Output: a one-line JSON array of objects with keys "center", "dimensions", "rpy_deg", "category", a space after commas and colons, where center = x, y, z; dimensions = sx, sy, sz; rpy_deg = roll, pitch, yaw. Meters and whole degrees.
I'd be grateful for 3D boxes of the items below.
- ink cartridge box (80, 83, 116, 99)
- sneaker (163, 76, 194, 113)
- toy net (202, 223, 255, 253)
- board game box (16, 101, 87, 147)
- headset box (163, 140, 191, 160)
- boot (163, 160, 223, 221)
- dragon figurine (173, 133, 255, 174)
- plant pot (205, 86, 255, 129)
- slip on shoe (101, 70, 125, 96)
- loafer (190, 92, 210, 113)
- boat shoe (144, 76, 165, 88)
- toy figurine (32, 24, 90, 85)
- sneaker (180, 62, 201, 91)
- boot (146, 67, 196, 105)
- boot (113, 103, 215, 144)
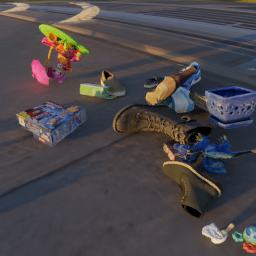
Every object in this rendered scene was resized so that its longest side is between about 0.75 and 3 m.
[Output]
[{"center": [-1.366, -1.749, 13.151], "dimensions": [1.570, 0.466, 0.815], "rpy_deg": [11, 15, 15], "category": "ink cartridge box"}, {"center": [2.160, -1.484, 12.604], "dimensions": [1.026, 0.972, 2.541], "rpy_deg": [0, 38, -10], "category": "sneaker"}, {"center": [2.458, 2.587, 6.514], "dimensions": [1.434, 0.277, 0.752], "rpy_deg": [0, 34, 4], "category": "toy net"}, {"center": [-2.777, -0.336, 10.884], "dimensions": [2.123, 0.655, 2.122], "rpy_deg": [23, 37, 33], "category": "board game box"}, {"center": [1.692, 0.793, 9.317], "dimensions": [0.712, 0.369, 0.956], "rpy_deg": [-9, 31, -14], "category": "headset box"}, {"center": [1.524, 1.639, 7.706], "dimensions": [1.797, 0.696, 1.243], "rpy_deg": [21, 42, 32], "category": "boot"}, {"center": [2.734, 0.874, 8.635], "dimensions": [2.787, 0.820, 1.386], "rpy_deg": [12, 30, 5], "category": "dragon figurine"}, {"center": [3.611, -0.714, 9.906], "dimensions": [1.341, 1.206, 1.341], "rpy_deg": [-10, 19, -12], "category": "plant pot"}, {"center": [-0.787, -2.253, 13.998], "dimensions": [0.839, 0.668, 2.206], "rpy_deg": [-11, 33, -18], "category": "slip on shoe"}, {"center": [3.521, -0.955, 11.589], "dimensions": [0.847, 0.752, 2.229], "rpy_deg": [15, 22, -47], "category": "loafer"}, {"center": [1.411, -2.448, 14.522], "dimensions": [1.412, 0.458, 0.508], "rpy_deg": [-22, 38, -31], "category": "boat shoe"}, {"center": [-3.748, -3.428, 14.583], "dimensions": [2.866, 2.638, 2.152], "rpy_deg": [25, -5, -27], "category": "toy figurine"}, {"center": [2.900, -2.498, 14.052], "dimensions": [0.899, 1.000, 2.431], "rpy_deg": [20, 44, 27], "category": "sneaker"}, {"center": [1.752, -1.614, 11.551], "dimensions": [1.775, 2.134, 0.772], "rpy_deg": [-30, 83, -18], "category": "boot"}, {"center": [1.243, -0.111, 9.935], "dimensions": [2.960, 1.025, 2.577], "rpy_deg": [-15, 28, -26], "category": "boot"}]
